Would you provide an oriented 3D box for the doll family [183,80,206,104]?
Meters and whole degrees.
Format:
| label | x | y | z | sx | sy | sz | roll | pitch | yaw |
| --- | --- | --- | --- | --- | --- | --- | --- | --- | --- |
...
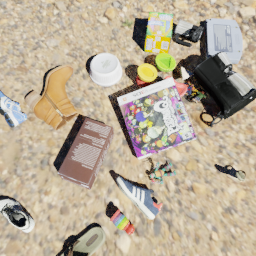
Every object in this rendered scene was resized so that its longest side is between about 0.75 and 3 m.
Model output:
| label | x | y | z | sx | sy | sz | roll | pitch | yaw |
| --- | --- | --- | --- | --- | --- | --- | --- | --- | --- |
| doll family | 2.763 | -1.609 | 12.078 | 1.372 | 0.538 | 0.793 | 41 | 81 | 17 |

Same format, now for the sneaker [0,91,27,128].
| label | x | y | z | sx | sy | sz | roll | pitch | yaw |
| --- | --- | --- | --- | --- | --- | --- | --- | --- | --- |
| sneaker | -4.950 | -0.844 | 11.701 | 0.754 | 0.741 | 1.957 | -26 | 67 | -33 |

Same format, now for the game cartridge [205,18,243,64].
| label | x | y | z | sx | sy | sz | roll | pitch | yaw |
| --- | --- | --- | --- | --- | --- | --- | --- | --- | --- |
| game cartridge | 4.547 | -4.135 | 13.329 | 1.690 | 0.527 | 2.538 | 7 | 64 | -2 |

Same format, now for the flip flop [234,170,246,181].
| label | x | y | z | sx | sy | sz | roll | pitch | yaw |
| --- | --- | --- | --- | --- | --- | --- | --- | --- | --- |
| flip flop | 4.145 | 1.705 | 10.256 | 0.307 | 1.065 | 0.432 | -49 | 62 | 15 |

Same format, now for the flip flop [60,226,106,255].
| label | x | y | z | sx | sy | sz | roll | pitch | yaw |
| --- | --- | --- | --- | --- | --- | --- | --- | --- | --- |
| flip flop | -1.617 | 4.170 | 9.218 | 0.893 | 0.634 | 2.203 | 42 | 71 | 18 |

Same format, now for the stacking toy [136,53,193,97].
| label | x | y | z | sx | sy | sz | roll | pitch | yaw |
| --- | --- | --- | --- | --- | --- | --- | --- | --- | --- |
| stacking toy | 1.567 | -2.099 | 12.266 | 2.197 | 0.928 | 1.989 | 39 | 61 | 6 |

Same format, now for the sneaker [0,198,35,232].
| label | x | y | z | sx | sy | sz | roll | pitch | yaw |
| --- | --- | --- | --- | --- | --- | --- | --- | --- | --- |
| sneaker | -3.980 | 2.946 | 9.761 | 1.691 | 0.741 | 0.640 | 29 | 69 | 15 |

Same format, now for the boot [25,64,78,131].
| label | x | y | z | sx | sy | sz | roll | pitch | yaw |
| --- | --- | --- | --- | --- | --- | --- | --- | --- | --- |
| boot | -2.758 | -1.278 | 11.721 | 2.010 | 0.957 | 2.598 | 40 | 82 | 18 |

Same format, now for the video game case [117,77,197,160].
| label | x | y | z | sx | sy | sz | roll | pitch | yaw |
| --- | --- | --- | --- | --- | --- | --- | --- | --- | --- |
| video game case | 1.087 | -0.394 | 11.010 | 2.394 | 0.473 | 2.641 | -20 | 76 | 6 |

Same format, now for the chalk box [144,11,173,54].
| label | x | y | z | sx | sy | sz | roll | pitch | yaw |
| --- | --- | --- | --- | --- | --- | --- | --- | --- | --- |
| chalk box | 1.457 | -4.623 | 13.178 | 1.177 | 1.183 | 1.901 | 6 | 63 | 3 |

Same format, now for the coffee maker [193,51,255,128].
| label | x | y | z | sx | sy | sz | roll | pitch | yaw |
| --- | --- | --- | --- | --- | --- | --- | --- | --- | --- |
| coffee maker | 3.747 | -1.684 | 11.539 | 2.252 | 1.579 | 2.345 | -28 | 66 | -12 |

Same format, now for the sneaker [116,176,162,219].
| label | x | y | z | sx | sy | sz | roll | pitch | yaw |
| --- | --- | --- | --- | --- | --- | --- | --- | --- | --- |
| sneaker | 0.420 | 2.334 | 10.095 | 0.815 | 0.723 | 1.929 | -43 | 81 | -16 |

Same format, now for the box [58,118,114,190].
| label | x | y | z | sx | sy | sz | roll | pitch | yaw |
| --- | --- | --- | --- | --- | --- | --- | --- | --- | --- |
| box | -1.511 | 0.959 | 10.643 | 1.222 | 0.914 | 2.440 | 20 | 64 | 9 |

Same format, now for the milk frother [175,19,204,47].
| label | x | y | z | sx | sy | sz | roll | pitch | yaw |
| --- | --- | --- | --- | --- | --- | --- | --- | --- | --- |
| milk frother | 2.838 | -4.584 | 13.115 | 1.196 | 1.271 | 1.148 | 23 | 70 | 11 |

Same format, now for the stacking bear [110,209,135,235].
| label | x | y | z | sx | sy | sz | roll | pitch | yaw |
| --- | --- | --- | --- | --- | --- | --- | --- | --- | --- |
| stacking bear | -0.149 | 3.319 | 9.740 | 0.904 | 0.549 | 0.514 | 40 | 80 | 10 |

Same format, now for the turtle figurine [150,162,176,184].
| label | x | y | z | sx | sy | sz | roll | pitch | yaw |
| --- | --- | --- | --- | --- | --- | --- | --- | --- | --- |
| turtle figurine | 1.211 | 1.679 | 10.483 | 1.094 | 0.551 | 0.819 | -13 | 79 | -23 |

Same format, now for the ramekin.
| label | x | y | z | sx | sy | sz | roll | pitch | yaw |
| --- | --- | --- | --- | --- | --- | --- | --- | --- | --- |
| ramekin | -1.012 | -2.668 | 12.487 | 1.511 | 0.704 | 1.511 | 0 | 63 | 0 |
